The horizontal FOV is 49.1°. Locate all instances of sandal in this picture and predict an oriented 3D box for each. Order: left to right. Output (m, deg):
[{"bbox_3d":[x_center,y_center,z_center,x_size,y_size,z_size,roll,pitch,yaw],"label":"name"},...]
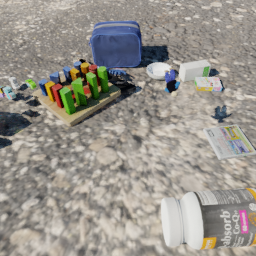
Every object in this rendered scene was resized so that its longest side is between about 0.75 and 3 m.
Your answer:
[{"bbox_3d":[-0.614,-2.214,13.215,2.256,0.483,0.858,30,50,28],"label":"sandal"}]

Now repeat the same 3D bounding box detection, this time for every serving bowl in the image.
[{"bbox_3d":[1.544,-2.742,13.842,1.255,0.413,1.255,0,42,0],"label":"serving bowl"}]

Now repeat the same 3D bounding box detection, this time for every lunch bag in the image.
[{"bbox_3d":[-0.677,-4.372,14.509,2.800,1.902,1.852,0,42,3],"label":"lunch bag"}]

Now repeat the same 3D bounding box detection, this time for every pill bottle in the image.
[{"bbox_3d":[2.257,2.416,7.460,2.581,1.502,1.502,-4,43,-2],"label":"pill bottle"}]

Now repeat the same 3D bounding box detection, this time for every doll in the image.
[{"bbox_3d":[1.444,-1.468,9.113,0.694,0.246,1.017,-22,65,37],"label":"doll"}]

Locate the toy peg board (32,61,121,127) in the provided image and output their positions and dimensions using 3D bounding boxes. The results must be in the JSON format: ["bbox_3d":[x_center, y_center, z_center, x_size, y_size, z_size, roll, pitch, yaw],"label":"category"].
[{"bbox_3d":[-2.319,-1.924,12.083,2.860,1.399,2.848,-36,54,-28],"label":"toy peg board"}]

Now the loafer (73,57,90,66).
[{"bbox_3d":[-2.289,-3.314,14.347,0.637,0.557,1.771,-26,49,-23],"label":"loafer"}]

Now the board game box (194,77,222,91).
[{"bbox_3d":[3.787,-2.089,13.268,1.139,0.230,0.872,2,43,2],"label":"board game box"}]

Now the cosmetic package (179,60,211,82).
[{"bbox_3d":[3.242,-2.792,13.661,1.371,0.738,0.582,-14,45,-13],"label":"cosmetic package"}]

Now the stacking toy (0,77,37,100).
[{"bbox_3d":[-5.199,-1.468,11.836,2.550,0.599,1.923,14,40,45],"label":"stacking toy"}]

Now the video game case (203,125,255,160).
[{"bbox_3d":[3.775,0.502,10.515,1.413,0.171,1.552,-7,42,-7],"label":"video game case"}]

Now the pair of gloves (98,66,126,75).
[{"bbox_3d":[-0.926,-2.798,13.696,1.794,0.204,1.442,10,20,6],"label":"pair of gloves"}]
